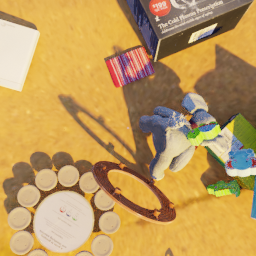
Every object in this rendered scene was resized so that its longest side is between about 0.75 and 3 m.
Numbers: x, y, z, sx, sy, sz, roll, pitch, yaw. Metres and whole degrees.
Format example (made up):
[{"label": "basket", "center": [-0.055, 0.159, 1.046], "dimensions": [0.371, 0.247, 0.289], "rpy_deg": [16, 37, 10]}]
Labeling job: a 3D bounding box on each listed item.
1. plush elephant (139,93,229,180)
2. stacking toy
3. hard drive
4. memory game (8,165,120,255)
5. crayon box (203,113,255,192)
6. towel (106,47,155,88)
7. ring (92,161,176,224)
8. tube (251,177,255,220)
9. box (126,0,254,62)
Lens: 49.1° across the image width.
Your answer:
[{"label": "plush elephant", "center": [1.299, 0.110, 6.261], "dimensions": [1.483, 1.916, 1.578], "rpy_deg": [-6, 68, -21]}, {"label": "stacking toy", "center": [2.770, 0.676, 5.528], "dimensions": [2.819, 2.125, 0.662], "rpy_deg": [-10, 39, 25]}, {"label": "hard drive", "center": [-2.934, -1.806, 6.942], "dimensions": [1.036, 0.210, 1.571], "rpy_deg": [16, 82, -6]}, {"label": "memory game", "center": [-1.426, 2.112, 6.377], "dimensions": [2.535, 0.161, 2.535], "rpy_deg": [2, 76, -7]}, {"label": "crayon box", "center": [2.810, 0.667, 6.685], "dimensions": [1.122, 0.449, 1.767], "rpy_deg": [-42, 86, -5]}, {"label": "towel", "center": [0.045, -1.539, 7.113], "dimensions": [1.074, 0.121, 0.777], "rpy_deg": [-22, 83, -3]}, {"label": "ring", "center": [0.167, 1.239, 5.855], "dimensions": [2.016, 2.016, 0.193], "rpy_deg": [32, 100, 3]}, {"label": "tube", "center": [3.260, 0.555, 6.135], "dimensions": [1.152, 0.750, 2.974], "rpy_deg": [15, 80, -35]}, {"label": "box", "center": [1.275, -3.126, 6.676], "dimensions": [2.318, 1.207, 2.110], "rpy_deg": [-24, 80, -4]}]
